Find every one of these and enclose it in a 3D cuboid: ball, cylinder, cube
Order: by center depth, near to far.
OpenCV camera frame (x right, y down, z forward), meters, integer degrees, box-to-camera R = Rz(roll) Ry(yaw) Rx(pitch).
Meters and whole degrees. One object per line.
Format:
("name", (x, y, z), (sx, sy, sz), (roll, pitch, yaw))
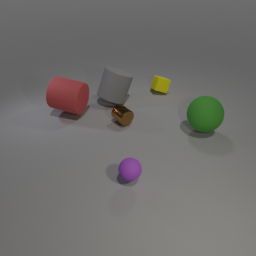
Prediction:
("ball", (0.063, 1.230, 8.349), (0.700, 0.700, 0.700), (0, 30, 0))
("ball", (2.979, -0.540, 10.803), (1.400, 1.400, 1.400), (0, 30, 0))
("cylinder", (-0.226, -0.556, 11.761), (0.700, 0.700, 0.700), (-23, 44, -33))
("cylinder", (-2.583, -1.411, 12.132), (1.400, 1.400, 1.400), (14, 33, 12))
("cylinder", (-0.629, -2.040, 13.379), (1.400, 1.400, 1.400), (18, 18, -6))
("cube", (1.695, -2.285, 14.591), (0.700, 0.700, 0.700), (11, 16, -20))
